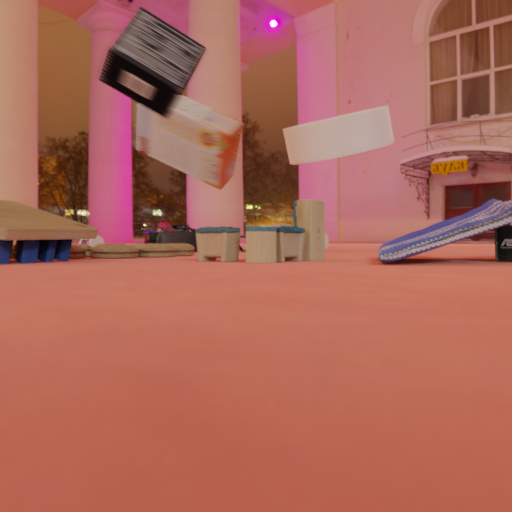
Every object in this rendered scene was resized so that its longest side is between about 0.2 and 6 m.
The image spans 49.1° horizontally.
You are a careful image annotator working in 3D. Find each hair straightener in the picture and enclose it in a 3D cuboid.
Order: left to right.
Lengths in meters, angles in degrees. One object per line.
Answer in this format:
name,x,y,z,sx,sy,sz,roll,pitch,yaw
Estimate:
hair straightener,-1.087,-0.244,12.280,2.637,0.540,1.015,5,-1,-42

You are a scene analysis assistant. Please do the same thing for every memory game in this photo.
memory game,-2.890,-0.109,9.703,3.648,0.232,3.648,0,1,0

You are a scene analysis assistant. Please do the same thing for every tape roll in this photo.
tape roll,1.439,-2.115,9.842,1.882,0.658,1.882,-13,12,3

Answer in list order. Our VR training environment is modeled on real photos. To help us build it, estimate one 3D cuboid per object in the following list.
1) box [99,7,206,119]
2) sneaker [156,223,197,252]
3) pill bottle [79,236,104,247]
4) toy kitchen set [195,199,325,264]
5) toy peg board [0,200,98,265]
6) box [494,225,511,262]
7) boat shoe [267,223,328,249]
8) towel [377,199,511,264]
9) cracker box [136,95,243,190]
box,-1.237,-2.323,6.777,0.930,0.923,0.573,29,-35,-13
sneaker,-1.632,-0.434,13.430,0.739,0.685,1.834,1,1,35
pill bottle,-4.038,-0.293,13.668,0.394,0.394,0.703,-2,2,-44
toy kitchen set,0.073,-0.327,7.216,1.096,0.806,1.368,1,2,38
toy peg board,-3.046,-0.171,6.784,1.517,0.745,1.524,17,9,22
box,4.489,-0.182,6.842,2.196,0.540,2.274,0,1,-42
boat shoe,0.904,-0.432,14.160,1.915,0.684,0.572,6,-1,-29
towel,2.392,-0.346,6.949,1.870,0.308,2.583,-20,-3,12
cracker box,-1.488,-2.571,12.061,2.228,1.492,0.643,26,49,9
